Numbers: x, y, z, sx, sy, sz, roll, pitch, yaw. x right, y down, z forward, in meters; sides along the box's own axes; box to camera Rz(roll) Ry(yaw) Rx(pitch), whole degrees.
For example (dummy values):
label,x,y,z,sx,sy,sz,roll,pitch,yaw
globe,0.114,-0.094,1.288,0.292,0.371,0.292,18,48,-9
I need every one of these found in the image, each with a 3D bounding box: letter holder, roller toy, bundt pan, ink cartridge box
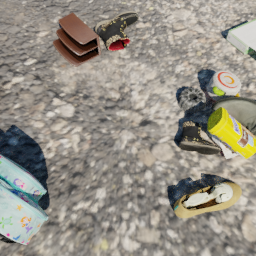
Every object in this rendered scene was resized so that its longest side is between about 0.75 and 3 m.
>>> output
label,x,y,z,sx,sy,sz,roll,pitch,yaw
letter holder,-2.519,-4.055,12.916,1.549,1.096,2.180,-34,62,-18
roller toy,3.889,-1.663,11.428,1.290,0.902,1.177,1,56,-12
bundt pan,2.624,-1.191,11.387,1.180,0.443,1.180,1,58,-1
ink cartridge box,6.243,-3.983,13.127,1.910,0.629,2.625,-26,60,-16
ink cartridge box,3.696,0.398,10.345,1.085,0.338,1.348,-16,80,-20

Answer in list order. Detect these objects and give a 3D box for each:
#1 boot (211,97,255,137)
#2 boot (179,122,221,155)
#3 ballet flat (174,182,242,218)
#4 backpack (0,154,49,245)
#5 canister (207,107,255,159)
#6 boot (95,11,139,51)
label,x,y,z,sx,sy,sz,roll,pitch,yaw
boot,4.578,-0.036,10.350,2.935,0.994,1.917,9,62,6
boot,2.642,0.365,10.317,1.486,0.544,1.119,8,54,5
ballet flat,2.638,2.236,8.907,2.437,0.768,0.836,-18,55,-12
backpack,-3.527,2.087,8.113,2.614,2.321,1.968,36,68,16
canister,3.584,0.174,9.601,1.633,0.707,1.213,39,33,-6
boot,-0.308,-4.654,13.453,2.270,0.831,1.709,-20,58,-9
